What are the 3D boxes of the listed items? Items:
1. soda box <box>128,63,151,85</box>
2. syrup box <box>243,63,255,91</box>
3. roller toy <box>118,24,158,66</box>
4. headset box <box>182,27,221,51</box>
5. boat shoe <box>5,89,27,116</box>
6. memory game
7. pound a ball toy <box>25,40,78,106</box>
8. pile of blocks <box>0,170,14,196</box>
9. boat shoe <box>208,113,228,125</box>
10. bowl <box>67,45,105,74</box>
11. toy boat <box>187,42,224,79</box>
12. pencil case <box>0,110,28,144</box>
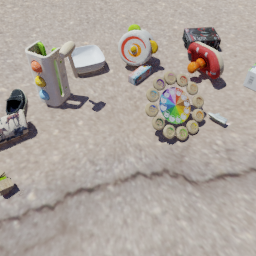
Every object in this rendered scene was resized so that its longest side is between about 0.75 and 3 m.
[{"bbox_3d":[0.557,-2.517,13.079,0.426,0.396,1.247,33,57,25],"label":"soda box"},{"bbox_3d":[6.281,-2.638,12.864,0.899,0.869,2.207,32,56,26],"label":"syrup box"},{"bbox_3d":[0.418,-3.802,13.286,1.759,1.604,1.229,38,31,-3],"label":"roller toy"},{"bbox_3d":[3.771,-4.676,14.803,1.822,0.684,1.354,-4,48,-4],"label":"headset box"},{"bbox_3d":[-4.676,-1.044,11.632,0.736,0.614,1.973,-8,47,-5],"label":"boat shoe"},{"bbox_3d":[1.845,-0.851,10.616,2.688,0.171,2.688,3,82,-24],"label":"memory game"},{"bbox_3d":[-2.963,-2.119,11.083,1.860,2.853,1.212,23,52,18],"label":"pound a ball toy"},{"bbox_3d":[-4.491,1.718,9.291,1.637,0.509,0.672,27,41,12],"label":"pile of blocks"},{"bbox_3d":[3.589,-0.433,11.161,0.797,0.278,0.284,35,84,27],"label":"boat shoe"},{"bbox_3d":[-2.039,-3.287,13.616,1.678,0.626,1.676,-17,51,-14],"label":"bowl"},{"bbox_3d":[3.296,-2.917,12.724,1.356,1.354,2.075,-35,48,-11],"label":"toy boat"},{"bbox_3d":[-4.863,0.083,10.417,2.348,0.914,1.050,-23,64,-19],"label":"pencil case"}]
